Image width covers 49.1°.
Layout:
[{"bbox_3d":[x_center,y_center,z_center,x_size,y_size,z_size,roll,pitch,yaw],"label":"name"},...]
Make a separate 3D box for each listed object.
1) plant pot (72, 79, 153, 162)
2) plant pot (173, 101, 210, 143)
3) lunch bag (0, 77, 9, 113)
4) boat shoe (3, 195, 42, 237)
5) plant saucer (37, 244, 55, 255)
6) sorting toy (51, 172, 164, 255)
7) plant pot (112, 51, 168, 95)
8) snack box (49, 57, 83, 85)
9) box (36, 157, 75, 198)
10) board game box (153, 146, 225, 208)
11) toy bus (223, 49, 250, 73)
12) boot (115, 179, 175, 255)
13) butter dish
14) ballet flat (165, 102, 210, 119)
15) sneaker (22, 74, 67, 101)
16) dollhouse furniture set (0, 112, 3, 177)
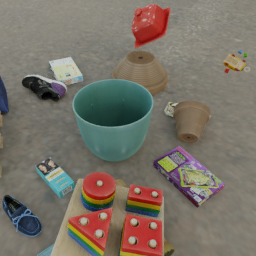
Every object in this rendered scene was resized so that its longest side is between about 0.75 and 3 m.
[{"bbox_3d":[-0.460,-0.112,9.482,2.546,2.043,2.546,0,42,0],"label":"plant pot"},{"bbox_3d":[2.256,-0.138,10.235,1.370,1.370,1.195,9,62,10],"label":"plant pot"},{"bbox_3d":[-5.734,-1.536,10.875,1.504,2.274,1.545,-14,54,-13],"label":"lunch bag"},{"bbox_3d":[-3.043,2.434,7.774,1.553,0.533,0.654,24,47,24],"label":"boat shoe"},{"bbox_3d":[-1.642,3.578,6.805,0.544,0.148,1.556,-27,49,-27],"label":"plant saucer"},{"bbox_3d":[-0.291,2.140,6.675,2.432,0.851,2.447,11,34,0],"label":"sorting toy"},{"bbox_3d":[0.570,-2.723,13.001,2.691,1.242,2.691,0,43,0],"label":"plant pot"},{"bbox_3d":[-3.057,-2.787,13.705,1.158,0.370,1.994,-17,45,-18],"label":"snack box"},{"bbox_3d":[-2.313,1.551,8.901,0.578,0.345,1.404,-32,51,-31],"label":"box"},{"bbox_3d":[1.918,1.494,9.027,1.216,0.327,2.027,-29,49,-23],"label":"board game box"},{"bbox_3d":[3.662,-2.147,9.510,0.789,0.432,0.836,-8,75,20],"label":"toy bus"},{"bbox_3d":[-0.359,2.705,7.316,2.223,0.840,2.539,-15,44,-34],"label":"boot"},{"bbox_3d":[0.558,-3.348,8.742,1.272,0.940,1.268,-11,56,41],"label":"butter dish"},{"bbox_3d":[2.394,-0.685,11.208,1.854,0.592,0.701,6,40,6],"label":"ballet flat"},{"bbox_3d":[-3.826,-1.724,12.260,2.119,0.803,0.928,11,49,12],"label":"sneaker"},{"bbox_3d":[-4.967,0.309,8.800,1.661,2.345,2.553,-4,72,-18],"label":"dollhouse furniture set"}]
